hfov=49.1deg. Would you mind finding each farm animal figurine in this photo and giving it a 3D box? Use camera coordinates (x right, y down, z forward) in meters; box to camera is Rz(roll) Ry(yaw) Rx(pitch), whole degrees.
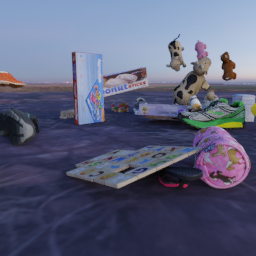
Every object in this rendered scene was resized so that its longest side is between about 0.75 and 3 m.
[{"bbox_3d":[2.384,-1.995,10.317,2.790,2.759,1.455,25,7,30],"label":"farm animal figurine"}]

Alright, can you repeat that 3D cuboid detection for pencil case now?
[{"bbox_3d":[1.474,0.409,4.669,0.738,0.706,1.705,31,14,6],"label":"pencil case"}]

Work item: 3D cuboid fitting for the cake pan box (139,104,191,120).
[{"bbox_3d":[1.501,-0.573,10.477,1.812,0.474,1.669,4,0,20],"label":"cake pan box"}]

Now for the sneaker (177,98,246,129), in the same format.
[{"bbox_3d":[2.716,-0.481,9.172,2.329,0.992,0.909,-3,10,-12],"label":"sneaker"}]

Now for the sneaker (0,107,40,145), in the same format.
[{"bbox_3d":[-2.748,-0.129,7.364,0.944,0.898,2.381,-4,10,-34],"label":"sneaker"}]

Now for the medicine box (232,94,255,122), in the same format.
[{"bbox_3d":[4.526,-0.796,11.032,0.522,1.015,0.924,0,9,-3],"label":"medicine box"}]

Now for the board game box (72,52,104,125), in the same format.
[{"bbox_3d":[-1.433,-1.441,10.278,0.246,2.533,1.304,6,11,41],"label":"board game box"}]

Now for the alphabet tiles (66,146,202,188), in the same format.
[{"bbox_3d":[-0.038,0.527,4.476,1.562,0.071,1.868,-18,8,-34],"label":"alphabet tiles"}]

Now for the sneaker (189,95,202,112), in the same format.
[{"bbox_3d":[2.251,-0.794,9.353,0.378,0.438,0.999,-16,-16,7],"label":"sneaker"}]

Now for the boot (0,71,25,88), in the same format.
[{"bbox_3d":[-3.938,-1.646,9.505,0.359,0.514,0.958,-18,-14,34],"label":"boot"}]

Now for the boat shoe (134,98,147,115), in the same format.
[{"bbox_3d":[0.634,-1.144,14.015,0.789,0.746,2.199,1,9,5],"label":"boat shoe"}]

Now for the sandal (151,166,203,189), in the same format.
[{"bbox_3d":[0.666,0.727,4.150,0.494,0.297,1.316,3,-6,-19],"label":"sandal"}]

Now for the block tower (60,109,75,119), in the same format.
[{"bbox_3d":[-2.476,-0.625,12.156,0.315,0.337,1.167,3,11,22],"label":"block tower"}]

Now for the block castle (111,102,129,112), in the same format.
[{"bbox_3d":[-0.404,-1.100,14.632,0.666,0.468,0.997,-4,10,-26],"label":"block castle"}]

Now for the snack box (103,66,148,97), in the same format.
[{"bbox_3d":[-0.320,-2.010,12.276,2.442,0.878,0.297,-15,25,-12],"label":"snack box"}]

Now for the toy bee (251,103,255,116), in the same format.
[{"bbox_3d":[4.781,-0.645,8.920,1.728,1.435,2.640,-2,9,-2],"label":"toy bee"}]

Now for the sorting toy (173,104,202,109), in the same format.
[{"bbox_3d":[3.016,-0.885,12.969,2.121,0.422,2.870,-3,15,13],"label":"sorting toy"}]
